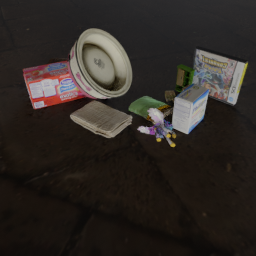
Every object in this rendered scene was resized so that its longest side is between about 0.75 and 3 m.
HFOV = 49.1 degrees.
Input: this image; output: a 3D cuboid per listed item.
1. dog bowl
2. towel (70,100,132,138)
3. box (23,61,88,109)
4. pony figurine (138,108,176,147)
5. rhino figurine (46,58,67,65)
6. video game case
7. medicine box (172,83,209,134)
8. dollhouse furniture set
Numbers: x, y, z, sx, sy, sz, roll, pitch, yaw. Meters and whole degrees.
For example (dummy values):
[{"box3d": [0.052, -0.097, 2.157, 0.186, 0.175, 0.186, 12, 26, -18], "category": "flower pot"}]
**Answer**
[{"box3d": [-1.170, -2.422, 11.203, 1.048, 2.841, 2.841, -18, 22, 43], "category": "dog bowl"}, {"box3d": [-0.969, -0.357, 10.367, 2.035, 0.351, 1.348, 26, 44, 29], "category": "towel"}, {"box3d": [-2.794, -1.867, 11.453, 2.561, 1.277, 1.223, -16, 42, -18], "category": "box"}, {"box3d": [1.069, 0.018, 9.589, 1.170, 1.010, 1.212, 21, 27, -27], "category": "pony figurine"}, {"box3d": [-2.605, -2.813, 13.047, 2.522, 0.754, 1.103, 3, 39, 1], "category": "rhino figurine"}, {"box3d": [3.508, -2.079, 11.214, 2.103, 1.901, 0.268, 28, 47, 30], "category": "video game case"}, {"box3d": [2.207, -0.695, 9.968, 0.690, 1.341, 1.222, 27, 46, 29], "category": "medicine box"}, {"box3d": [1.494, -1.420, 11.029, 2.922, 1.128, 1.460, -31, 48, -32], "category": "dollhouse furniture set"}]
